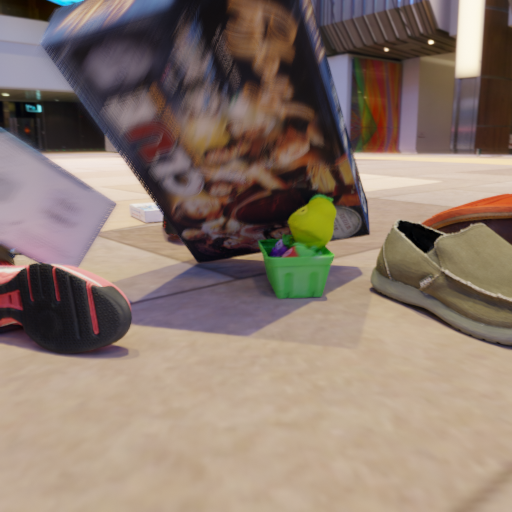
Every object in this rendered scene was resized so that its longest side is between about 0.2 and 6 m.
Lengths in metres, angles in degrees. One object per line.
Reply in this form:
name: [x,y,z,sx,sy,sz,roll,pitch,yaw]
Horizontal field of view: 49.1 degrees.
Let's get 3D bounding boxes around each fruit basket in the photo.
fruit basket: [0.527,-0.165,6.941,0.919,1.274,1.274,-2,13,-6]

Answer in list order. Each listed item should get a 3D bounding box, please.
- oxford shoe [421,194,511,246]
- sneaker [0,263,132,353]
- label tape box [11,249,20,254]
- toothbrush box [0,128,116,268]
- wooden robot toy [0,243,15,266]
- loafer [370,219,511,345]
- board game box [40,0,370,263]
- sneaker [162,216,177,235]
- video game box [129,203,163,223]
oxford shoe: [3.363,-0.177,7.364,1.292,1.316,3.629,-16,0,-20]
sneaker: [-2.024,0.353,5.493,2.191,0.807,0.950,5,12,24]
label tape box: [-3.623,-0.352,9.428,1.427,0.452,1.029,-4,13,-18]
toothbrush box: [-3.037,-0.796,6.644,1.781,1.038,2.433,36,-11,-35]
wooden robot toy: [-3.613,-0.114,6.939,0.969,0.998,2.200,-6,13,2]
loafer: [2.257,0.171,5.912,1.051,0.973,2.794,-8,15,-31]
board game box: [-0.278,-1.428,6.734,2.620,3.867,0.669,-9,52,18]
sneaker: [-1.272,-0.820,10.544,0.901,0.765,2.077,1,8,-13]
video game box: [-2.047,-1.011,12.660,1.337,0.313,1.218,-7,12,-27]
